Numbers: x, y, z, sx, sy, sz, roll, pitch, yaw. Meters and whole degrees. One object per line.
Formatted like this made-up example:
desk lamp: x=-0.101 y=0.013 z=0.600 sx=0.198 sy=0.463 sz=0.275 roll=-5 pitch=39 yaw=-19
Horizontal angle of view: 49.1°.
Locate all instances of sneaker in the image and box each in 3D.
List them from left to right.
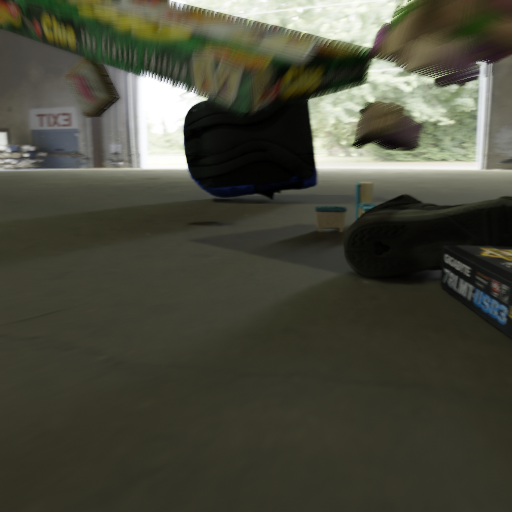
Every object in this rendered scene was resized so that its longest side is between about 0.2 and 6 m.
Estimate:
sneaker: x=2.644 y=-0.330 z=7.521 sx=2.842 sy=1.086 sz=1.628 roll=-3 pitch=16 yaw=13

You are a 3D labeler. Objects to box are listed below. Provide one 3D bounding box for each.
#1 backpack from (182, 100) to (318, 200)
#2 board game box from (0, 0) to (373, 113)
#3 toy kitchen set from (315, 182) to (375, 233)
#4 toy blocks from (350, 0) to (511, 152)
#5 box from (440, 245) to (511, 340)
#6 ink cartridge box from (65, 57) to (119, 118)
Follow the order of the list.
backpack: x=-0.177 y=-3.313 z=17.885 sx=4.015 sy=3.263 sz=3.369 roll=-8 pitch=-8 yaw=5
board game box: x=-1.303 y=-3.345 z=8.504 sx=5.485 sy=0.644 sz=2.874 roll=27 pitch=38 yaw=30
toy kitchen set: x=1.845 y=-1.042 z=11.670 sx=1.251 sy=0.920 sz=1.562 roll=1 pitch=11 yaw=5
toy blocks: x=3.009 y=-2.807 z=7.428 sx=2.441 sy=2.899 sz=2.710 roll=13 pitch=-3 yaw=-6
box: x=3.325 y=0.354 z=5.415 sx=2.337 sy=0.585 sz=2.355 roll=-1 pitch=11 yaw=-1
ink cartridge box: x=-3.351 y=-3.448 z=11.439 sx=0.808 sy=0.981 sz=0.368 roll=-26 pitch=2 yaw=36
